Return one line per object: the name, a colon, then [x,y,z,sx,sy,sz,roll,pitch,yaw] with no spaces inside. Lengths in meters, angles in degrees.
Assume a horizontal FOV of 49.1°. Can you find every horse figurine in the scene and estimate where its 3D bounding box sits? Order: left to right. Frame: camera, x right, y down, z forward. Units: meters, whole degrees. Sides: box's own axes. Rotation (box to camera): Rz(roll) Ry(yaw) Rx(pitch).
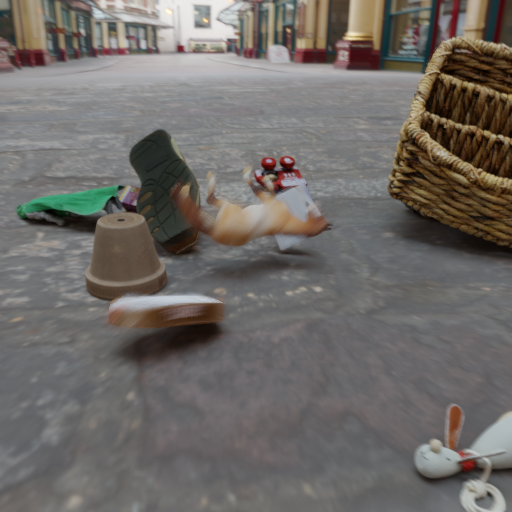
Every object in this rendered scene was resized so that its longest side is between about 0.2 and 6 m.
horse figurine: [-0.190,-0.758,9.405,2.561,0.639,1.697,-10,56,-32]

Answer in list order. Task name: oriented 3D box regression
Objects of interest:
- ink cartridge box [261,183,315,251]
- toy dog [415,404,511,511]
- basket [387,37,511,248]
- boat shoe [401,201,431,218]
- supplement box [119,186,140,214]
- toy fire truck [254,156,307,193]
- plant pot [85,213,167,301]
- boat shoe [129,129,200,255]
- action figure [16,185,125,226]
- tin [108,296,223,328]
ink cartridge box: [0.676,-0.709,10.205,0.950,0.933,0.206,-25,-5,17]
toy dog: [2.214,1.722,5.244,1.352,0.651,0.892,-14,27,-31]
basket: [4.681,-2.057,10.358,3.887,2.896,2.774,23,36,15]
boat shoe: [4.484,-1.576,12.825,2.779,0.929,0.792,-17,32,-28]
supplement box: [-2.605,-1.218,12.392,0.740,0.382,0.484,16,68,31]
toy fire truck: [0.604,-1.983,14.264,1.210,0.679,1.016,-7,42,-13]
plant pot: [-2.091,-0.051,8.904,1.293,1.127,1.293,1,23,0]
boat shoe: [-1.643,-1.264,11.401,1.298,1.267,3.431,-28,45,8]
action figure: [-4.045,-1.019,11.872,2.306,0.631,1.362,-2,23,13]
tin: [-1.155,0.711,7.347,1.569,0.328,0.878,0,-1,-37]
